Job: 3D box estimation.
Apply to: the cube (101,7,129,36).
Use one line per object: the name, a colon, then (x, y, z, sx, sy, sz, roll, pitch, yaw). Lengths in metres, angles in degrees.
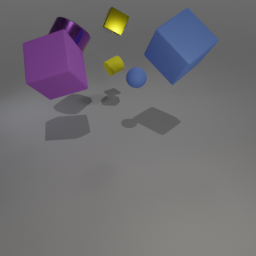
cube: (-0.458, -3.740, 9.864, 0.700, 0.700, 0.700, 22, 12, -18)

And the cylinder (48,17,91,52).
cylinder: (-2.309, -3.096, 10.357, 1.400, 1.400, 1.400, 27, -2, 1)

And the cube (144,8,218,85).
cube: (1.600, -2.495, 8.699, 1.400, 1.400, 1.400, -40, 85, -21)

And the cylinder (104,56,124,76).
cylinder: (-0.647, -2.868, 12.915, 0.700, 0.700, 0.700, -32, 42, -18)

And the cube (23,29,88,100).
cube: (-2.213, -1.896, 8.672, 1.400, 1.400, 1.400, -14, 72, 11)

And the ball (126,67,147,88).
ball: (0.284, -1.701, 9.483, 0.700, 0.700, 0.700, 0, 32, 0)
